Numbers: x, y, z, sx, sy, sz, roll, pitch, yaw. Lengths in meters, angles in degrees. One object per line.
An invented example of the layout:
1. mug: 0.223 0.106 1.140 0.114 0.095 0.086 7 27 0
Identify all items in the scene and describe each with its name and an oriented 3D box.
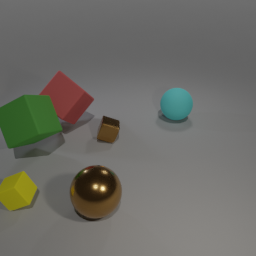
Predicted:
1. ball: -0.857 1.700 7.525 1.400 1.400 1.400 0 30 0
2. cube: -3.121 1.769 7.866 0.700 0.700 0.700 -21 27 14
3. cube: -2.461 -1.181 11.261 1.400 1.400 1.400 39 0 11
4. ball: 2.103 -1.037 12.158 1.400 1.400 1.400 0 30 0
5. cube: -3.418 -0.246 9.740 1.400 1.400 1.400 -22 -2 19
6. cube: -0.760 0.057 10.865 0.700 0.700 0.700 18 28 -12
